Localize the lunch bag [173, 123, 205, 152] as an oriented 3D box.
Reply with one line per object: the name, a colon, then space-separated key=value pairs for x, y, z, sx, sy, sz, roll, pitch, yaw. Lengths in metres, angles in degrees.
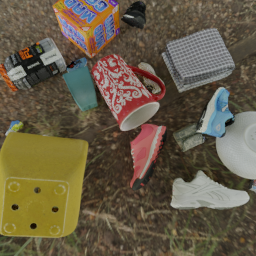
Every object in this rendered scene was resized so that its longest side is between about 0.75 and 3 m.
lunch bag: x=2.343 y=0.361 z=10.725 sx=0.996 sy=0.694 sz=0.835 roll=-26 pitch=91 yaw=-7

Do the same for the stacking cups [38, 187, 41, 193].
stacking cups: x=-2.571 y=2.354 z=10.301 sx=1.339 sy=0.405 sz=0.405 roll=4 pitch=73 yaw=-4

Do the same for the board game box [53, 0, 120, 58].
board game box: x=-1.621 y=-4.451 z=11.527 sx=1.813 sy=1.815 sz=1.814 roll=41 pitch=78 yaw=11

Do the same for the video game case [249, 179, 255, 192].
video game case: x=5.205 y=1.965 z=10.498 sx=1.037 sy=0.146 sz=1.147 roll=23 pitch=75 yaw=7

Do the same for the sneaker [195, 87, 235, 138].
sneaker: x=3.428 y=-0.516 z=10.543 sx=1.160 sy=1.011 sz=2.580 roll=29 pitch=51 yaw=6

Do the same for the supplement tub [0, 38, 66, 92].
supplement tub: x=-3.784 y=-2.473 z=11.146 sx=2.334 sy=1.430 sz=1.430 roll=-30 pitch=76 yaw=-9

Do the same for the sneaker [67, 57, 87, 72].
sneaker: x=-2.140 y=-2.660 z=11.724 sx=0.957 sy=0.431 sz=0.375 roll=-35 pitch=77 yaw=-10

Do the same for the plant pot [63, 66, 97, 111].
plant pot: x=-1.788 y=-1.476 z=11.120 sx=1.023 sy=1.024 sz=1.448 roll=-21 pitch=83 yaw=-6

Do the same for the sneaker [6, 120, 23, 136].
sneaker: x=-4.532 y=-0.015 z=11.048 sx=0.772 sy=0.292 sz=0.406 roll=-38 pitch=65 yaw=-18

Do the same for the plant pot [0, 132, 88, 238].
plant pot: x=-2.627 y=1.841 z=8.418 sx=2.685 sy=2.765 sz=2.703 roll=7 pitch=100 yaw=-12

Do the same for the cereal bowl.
cereal bowl: x=4.706 y=0.534 z=10.352 sx=2.639 sy=1.099 sz=2.639 roll=-1 pitch=71 yaw=4

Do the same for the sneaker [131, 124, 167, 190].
sneaker: x=0.533 y=1.024 z=10.504 sx=1.157 sy=0.983 sz=2.668 roll=19 pitch=69 yaw=19

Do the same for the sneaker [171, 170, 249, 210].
sneaker: x=2.904 y=2.184 z=9.988 sx=2.756 sy=1.074 sz=1.369 roll=1 pitch=70 yaw=-1

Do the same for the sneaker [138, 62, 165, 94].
sneaker: x=0.872 y=-2.074 z=11.512 sx=0.650 sy=0.556 sz=1.493 roll=-36 pitch=76 yaw=-5

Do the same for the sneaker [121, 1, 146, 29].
sneaker: x=0.319 y=-4.693 z=11.304 sx=0.884 sy=2.333 sz=1.022 roll=26 pitch=104 yaw=-22

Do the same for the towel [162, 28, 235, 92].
towel: x=2.849 y=-2.837 z=11.453 sx=2.460 sy=1.053 sz=2.037 roll=-18 pitch=73 yaw=-5

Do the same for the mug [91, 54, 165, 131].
mug: x=-0.016 y=-1.466 z=10.949 sx=2.287 sy=1.719 sz=2.576 roll=-17 pitch=65 yaw=-42
